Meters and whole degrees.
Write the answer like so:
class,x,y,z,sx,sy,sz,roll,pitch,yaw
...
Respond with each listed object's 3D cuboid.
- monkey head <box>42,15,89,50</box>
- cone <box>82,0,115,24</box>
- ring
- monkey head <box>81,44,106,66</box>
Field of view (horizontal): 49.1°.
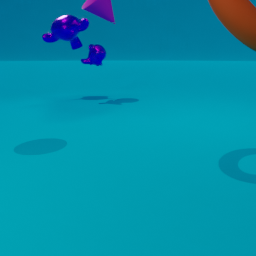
class,x,y,z,sx,sy,sz,roll,pitch,yaw
monkey head,-2.332,-3.746,11.145,1.946,1.400,1.173,-18,26,9
cone,-0.819,-4.207,10.068,1.176,1.180,1.176,-28,36,23
ring,1.693,-1.597,3.461,1.737,1.737,0.347,-7,-20,-26
monkey head,-1.292,-2.741,10.491,0.924,0.774,1.284,-7,31,-27
